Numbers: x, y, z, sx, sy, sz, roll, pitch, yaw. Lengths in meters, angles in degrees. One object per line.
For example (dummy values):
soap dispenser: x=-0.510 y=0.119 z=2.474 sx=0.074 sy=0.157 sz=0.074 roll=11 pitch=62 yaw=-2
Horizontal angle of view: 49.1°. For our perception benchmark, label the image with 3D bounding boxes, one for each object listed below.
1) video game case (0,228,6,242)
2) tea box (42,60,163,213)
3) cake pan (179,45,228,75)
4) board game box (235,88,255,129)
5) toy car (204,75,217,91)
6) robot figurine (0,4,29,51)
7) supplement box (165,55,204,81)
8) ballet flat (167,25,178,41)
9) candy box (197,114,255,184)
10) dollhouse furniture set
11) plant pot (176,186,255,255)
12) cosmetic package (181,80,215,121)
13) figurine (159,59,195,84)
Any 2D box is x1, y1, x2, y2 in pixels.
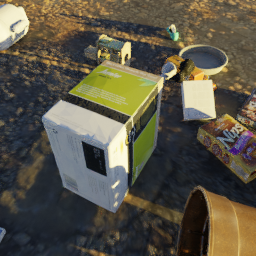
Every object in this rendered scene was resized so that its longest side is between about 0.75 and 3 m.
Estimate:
video game case: x=-4.024 y=2.883 z=6.303 sx=1.845 sy=0.203 sz=1.682 roll=9 pitch=46 yaw=9
tea box: x=-0.458 y=0.175 z=7.272 sx=1.780 sy=2.664 sz=2.621 roll=22 pitch=49 yaw=21
cake pan: x=3.186 y=-2.918 z=12.018 sx=2.058 sy=0.377 sz=2.058 roll=0 pitch=45 yaw=0
board game box: x=4.687 y=-0.617 z=9.743 sx=1.244 sy=0.318 sz=1.837 roll=26 pitch=50 yaw=24
toy car: x=3.104 y=-1.755 z=10.904 sx=0.453 sy=0.308 sz=0.924 roll=-14 pitch=47 yaw=-14
robot figurine: x=-5.721 y=-4.615 z=12.868 sx=2.358 sy=1.570 sz=2.780 roll=1 pitch=42 yaw=23
supplement box: x=2.235 y=-2.322 z=11.308 sx=0.555 sy=0.574 sz=1.667 roll=-26 pitch=52 yaw=-25
ballet flat: x=2.233 y=-4.852 z=13.905 sx=0.446 sy=0.466 sz=1.325 roll=-5 pitch=45 yaw=-4
candy box: x=3.222 y=0.541 z=8.406 sx=1.201 sy=0.581 sz=2.059 roll=-25 pitch=48 yaw=-21
dollhouse furniture set: x=-1.270 y=-2.966 z=11.496 sx=2.120 sy=1.179 sz=1.875 roll=23 pitch=49 yaw=21
plant pot: x=2.287 y=2.467 z=5.499 sx=2.191 sy=2.213 sz=2.213 roll=12 pitch=46 yaw=1
cosmetic package: x=2.387 y=-0.949 z=9.574 sx=1.003 sy=0.344 sz=1.331 roll=-2 pitch=82 yaw=-5
figurine: x=1.606 y=-1.942 z=10.056 sx=1.242 sy=0.535 sz=1.212 roll=-1 pitch=35 yaw=39
